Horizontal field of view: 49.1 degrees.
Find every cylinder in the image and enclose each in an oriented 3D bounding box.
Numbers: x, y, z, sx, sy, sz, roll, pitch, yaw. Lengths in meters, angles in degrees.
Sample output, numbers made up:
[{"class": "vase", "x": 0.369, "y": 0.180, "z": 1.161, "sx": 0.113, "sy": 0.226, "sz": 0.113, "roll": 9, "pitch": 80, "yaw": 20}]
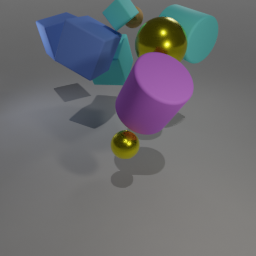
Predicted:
[{"class": "cylinder", "x": 0.563, "y": -0.764, "z": 6.497, "sx": 1.400, "sy": 1.400, "sz": 1.400, "roll": 10, "pitch": 58, "yaw": -17}, {"class": "cylinder", "x": 1.743, "y": -2.862, "z": 8.513, "sx": 1.400, "sy": 1.400, "sz": 1.400, "roll": -22, "pitch": 44, "yaw": -33}]

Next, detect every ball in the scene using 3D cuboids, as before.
[{"class": "ball", "x": -0.069, "y": 0.400, "z": 6.707, "sx": 0.700, "sy": 0.700, "sz": 0.700, "roll": 0, "pitch": 30, "yaw": 0}, {"class": "ball", "x": 0.162, "y": -3.708, "z": 9.368, "sx": 0.700, "sy": 0.700, "sz": 0.700, "roll": 0, "pitch": 30, "yaw": 0}, {"class": "ball", "x": 0.885, "y": -2.231, "z": 7.499, "sx": 1.400, "sy": 1.400, "sz": 1.400, "roll": 0, "pitch": 30, "yaw": 0}]

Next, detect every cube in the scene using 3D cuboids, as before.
[{"class": "cube", "x": -0.713, "y": -2.647, "z": 10.943, "sx": 1.400, "sy": 1.400, "sz": 1.400, "roll": 4, "pitch": 58, "yaw": 16}, {"class": "cube", "x": -2.717, "y": -3.750, "z": 11.446, "sx": 1.400, "sy": 1.400, "sz": 1.400, "roll": -25, "pitch": 38, "yaw": -18}, {"class": "cube", "x": -1.265, "y": -2.610, "z": 9.050, "sx": 1.400, "sy": 1.400, "sz": 1.400, "roll": 30, "pitch": 33, "yaw": 6}, {"class": "cube", "x": -0.225, "y": -3.592, "z": 8.710, "sx": 0.700, "sy": 0.700, "sz": 0.700, "roll": -28, "pitch": 19, "yaw": 38}]
